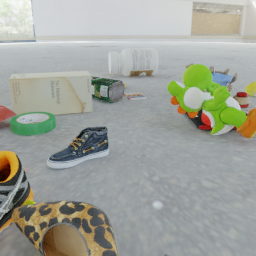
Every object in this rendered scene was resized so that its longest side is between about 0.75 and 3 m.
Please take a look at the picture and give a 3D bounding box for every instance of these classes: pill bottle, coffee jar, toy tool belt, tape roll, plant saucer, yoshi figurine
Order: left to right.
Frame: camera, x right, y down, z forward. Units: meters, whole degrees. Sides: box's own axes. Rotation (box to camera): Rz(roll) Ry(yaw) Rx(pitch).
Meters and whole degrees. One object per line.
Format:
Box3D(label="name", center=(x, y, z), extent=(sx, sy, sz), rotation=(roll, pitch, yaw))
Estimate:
Box3D(label="plant saucer", center=(-5.333, -0.289, 9.018), extent=(2.380, 0.437, 2.375), rotation=(5, 24, 28))
Box3D(label="tape roll", center=(-3.124, -0.171, 9.262), extent=(1.412, 0.339, 1.412), rotation=(-1, 22, 0))
Box3D(label="coffee jar", center=(-1.294, -1.786, 12.591), extent=(2.157, 0.920, 1.125), rotation=(17, 28, 35))
Box3D(label="pill bottle", center=(0.292, -4.113, 17.534), extent=(2.912, 1.665, 1.665), rotation=(-4, 22, -10))
Box3D(label="yoshi figurine", center=(2.697, -0.991, 8.544), extent=(2.940, 1.652, 1.646), rotation=(29, 59, 14))
Box3D(label="toy tool belt", center=(3.680, -1.817, 11.634), extent=(2.716, 1.669, 1.696), rotation=(9, 23, 21))

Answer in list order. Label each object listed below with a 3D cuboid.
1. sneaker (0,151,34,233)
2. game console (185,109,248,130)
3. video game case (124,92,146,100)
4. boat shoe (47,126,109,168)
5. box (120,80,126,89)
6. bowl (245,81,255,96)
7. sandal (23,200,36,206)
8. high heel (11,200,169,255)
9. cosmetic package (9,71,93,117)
Box3D(label="sneaker", center=(-2.465, 1.357, 4.315), extent=(1.119, 1.104, 2.859), rotation=(4, 23, 5))
Box3D(label="game console", center=(3.153, -0.432, 10.048), extent=(1.982, 0.348, 2.241), rotation=(-6, 21, -3))
Box3D(label="video game case", center=(0.298, -1.491, 12.982), extent=(0.768, 0.094, 1.074), rotation=(-7, 22, -18))
Box3D(label="boat shoe", center=(-1.252, 0.440, 7.097), extent=(1.686, 0.765, 0.597), rotation=(-14, 26, -33))
Box3D(label="box", center=(-0.388, -2.279, 14.734), extent=(0.320, 0.293, 0.913), rotation=(-5, 21, -14))
Box3D(label="bowl", center=(5.976, -1.762, 12.924), extent=(0.981, 0.981, 0.528), rotation=(-7, 66, -17))
Box3D(label="sandal", center=(-1.479, 1.548, 4.922), extent=(0.816, 0.324, 0.355), rotation=(32, -9, 30))
Box3D(label="high heel", center=(-0.778, 1.799, 3.243), extent=(2.760, 0.985, 1.967), rotation=(17, 21, 19))
Box3D(label="cosmetic package", center=(-2.851, -1.312, 10.635), extent=(2.875, 1.488, 1.051), rotation=(-6, 22, -12))
